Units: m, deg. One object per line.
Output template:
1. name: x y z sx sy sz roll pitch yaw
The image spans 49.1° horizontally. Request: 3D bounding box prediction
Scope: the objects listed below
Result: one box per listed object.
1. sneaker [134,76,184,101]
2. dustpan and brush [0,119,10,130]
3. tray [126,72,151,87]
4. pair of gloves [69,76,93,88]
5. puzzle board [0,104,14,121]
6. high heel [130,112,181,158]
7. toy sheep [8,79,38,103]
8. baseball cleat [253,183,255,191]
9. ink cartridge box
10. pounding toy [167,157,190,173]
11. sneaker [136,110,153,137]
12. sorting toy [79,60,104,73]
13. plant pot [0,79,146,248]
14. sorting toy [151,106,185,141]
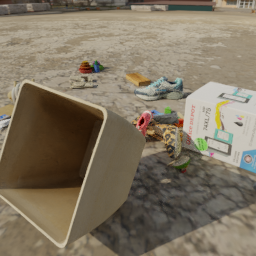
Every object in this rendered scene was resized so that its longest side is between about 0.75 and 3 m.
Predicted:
1. sneaker: 1.591 -2.124 14.479 2.621 1.131 1.017 -5 29 -8
2. dustpan and brush: -5.287 -0.120 11.829 0.567 0.232 0.812 -12 19 8
3. tray: 0.597 -2.942 16.843 0.813 0.305 1.649 -13 31 -23
4. pair of gloves: -2.731 -2.688 16.406 1.382 0.285 1.625 -1 31 -10
5. puzzle board: -5.715 -0.672 12.898 1.122 0.130 1.489 17 33 27
6. high heel: 0.929 0.346 10.457 2.007 1.005 2.816 -8 31 12
7. toy sheep: -4.846 -1.644 13.486 1.934 1.333 1.333 -8 28 6
8. baseball cleat: 4.012 1.944 7.860 0.627 0.411 1.177 -25 36 -37
9. ink cartridge box: 3.674 -0.159 9.942 2.817 2.067 2.057 20 34 32
10. pounding toy: 1.773 1.247 9.292 0.605 0.364 0.784 -30 10 -26
11. sneaker: 0.456 -0.028 10.447 0.495 1.343 0.583 30 27 21
12. sorting toy: -2.379 -4.198 18.595 1.163 0.794 1.935 21 35 33
13. plant pot: -1.233 0.735 7.327 2.965 2.969 2.628 21 6 34
14. sorting toy: 1.807 -0.321 11.984 1.605 0.388 2.850 -10 31 -17
